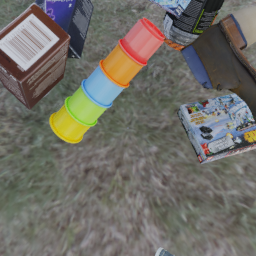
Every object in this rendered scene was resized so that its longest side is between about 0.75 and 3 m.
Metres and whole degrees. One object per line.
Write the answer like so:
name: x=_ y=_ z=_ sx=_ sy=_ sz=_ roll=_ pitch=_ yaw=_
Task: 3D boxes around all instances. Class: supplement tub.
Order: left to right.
supplement tub: x=1.889 y=-3.463 z=7.994 sx=1.423 sy=2.322 sz=1.423 roll=11 pitch=45 yaw=-11

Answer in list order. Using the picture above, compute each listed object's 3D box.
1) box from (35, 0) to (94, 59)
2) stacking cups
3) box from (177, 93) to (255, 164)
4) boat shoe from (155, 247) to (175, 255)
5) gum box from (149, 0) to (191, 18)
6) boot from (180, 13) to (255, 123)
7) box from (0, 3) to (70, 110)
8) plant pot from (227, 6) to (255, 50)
box: x=-1.960 y=-3.060 z=8.125 sx=1.389 sy=0.979 sz=1.877 roll=5 pitch=74 yaw=18
stacking cups: x=-0.434 y=-0.894 z=5.637 sx=2.881 sy=0.872 sz=0.872 roll=-44 pitch=55 yaw=24
box: x=2.342 y=-0.078 z=6.547 sx=2.017 sy=0.402 sz=1.381 roll=-13 pitch=63 yaw=-14
boat shoe: x=0.740 y=2.413 z=4.791 sx=0.322 sy=1.043 sz=0.380 roll=8 pitch=48 yaw=34
gum box: x=0.872 y=-2.728 z=5.027 sx=0.978 sy=0.257 sz=1.152 roll=45 pitch=108 yaw=30
boot: x=2.085 y=-0.910 z=5.825 sx=1.243 sy=0.958 sz=2.565 roll=-24 pitch=81 yaw=23
box: x=-2.177 y=-1.422 z=6.363 sx=1.019 sy=2.720 sz=1.362 roll=43 pitch=74 yaw=-5
plant pot: x=3.270 y=-2.716 z=7.228 sx=1.075 sy=1.006 sz=1.006 roll=-25 pitch=57 yaw=8
